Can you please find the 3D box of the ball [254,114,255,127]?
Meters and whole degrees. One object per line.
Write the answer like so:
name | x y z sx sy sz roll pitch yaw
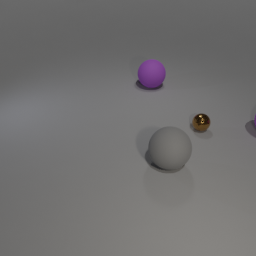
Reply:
ball | 5.470 -0.287 10.420 1.400 1.400 1.400 0 34 0

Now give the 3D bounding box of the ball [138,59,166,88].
ball | 1.180 -2.712 13.987 1.400 1.400 1.400 0 34 0

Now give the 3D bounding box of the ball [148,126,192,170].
ball | 1.356 0.646 9.043 1.400 1.400 1.400 0 34 0

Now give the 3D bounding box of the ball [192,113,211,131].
ball | 2.861 -0.224 10.927 0.700 0.700 0.700 0 34 0
